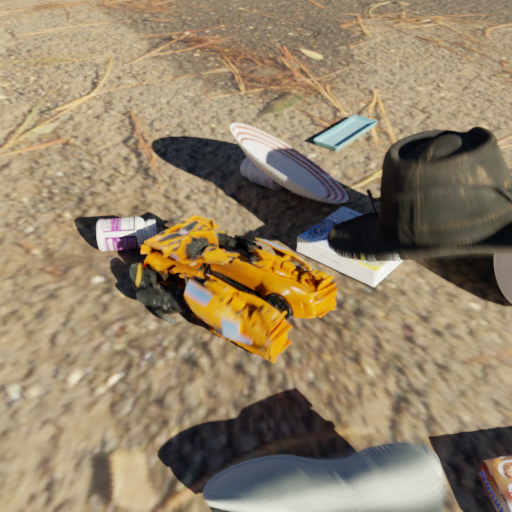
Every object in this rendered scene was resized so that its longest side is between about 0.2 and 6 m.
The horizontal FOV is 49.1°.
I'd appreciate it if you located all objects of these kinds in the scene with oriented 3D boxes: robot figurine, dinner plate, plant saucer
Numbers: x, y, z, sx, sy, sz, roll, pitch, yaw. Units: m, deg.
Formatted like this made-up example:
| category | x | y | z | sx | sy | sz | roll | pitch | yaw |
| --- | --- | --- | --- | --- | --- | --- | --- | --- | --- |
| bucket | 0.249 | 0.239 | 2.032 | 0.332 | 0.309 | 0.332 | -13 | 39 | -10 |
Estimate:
| category | x | y | z | sx | sy | sz | roll | pitch | yaw |
| --- | --- | --- | --- | --- | --- | --- | --- | --- | --- |
| robot figurine | -0.428 | 0.275 | 8.075 | 2.945 | 0.857 | 2.135 | 27 | 43 | 31 |
| dinner plate | 0.568 | -1.654 | 10.388 | 2.562 | 0.311 | 2.562 | 30 | 21 | -13 |
| plant saucer | 2.083 | -2.839 | 12.937 | 0.649 | 0.176 | 1.856 | 25 | 44 | 30 |

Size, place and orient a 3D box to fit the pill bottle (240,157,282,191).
| category | x | y | z | sx | sy | sz | roll | pitch | yaw |
| --- | --- | --- | --- | --- | --- | --- | --- | --- | --- |
| pill bottle | 0.132 | -1.639 | 11.018 | 0.852 | 0.483 | 0.483 | 27 | 44 | 31 |

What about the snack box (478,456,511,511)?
| category | x | y | z | sx | sy | sz | roll | pitch | yaw |
| --- | --- | --- | --- | --- | --- | --- | --- | --- | --- |
| snack box | 3.673 | 2.372 | 5.664 | 2.569 | 0.312 | 0.924 | -5 | 36 | -7 |

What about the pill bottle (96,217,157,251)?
| category | x | y | z | sx | sy | sz | roll | pitch | yaw |
| --- | --- | --- | --- | --- | --- | --- | --- | --- | --- |
| pill bottle | -2.125 | -0.368 | 9.248 | 0.937 | 0.526 | 0.526 | -4 | 36 | -7 |

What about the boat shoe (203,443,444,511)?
| category | x | y | z | sx | sy | sz | roll | pitch | yaw |
| --- | --- | --- | --- | --- | --- | --- | --- | --- | --- |
| boat shoe | 0.630 | 2.343 | 5.319 | 2.263 | 0.683 | 0.855 | -8 | 13 | 13 |

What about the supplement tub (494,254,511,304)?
| category | x | y | z | sx | sy | sz | roll | pitch | yaw |
| --- | --- | --- | --- | --- | --- | --- | --- | --- | --- |
| supplement tub | 4.489 | 0.084 | 8.001 | 1.720 | 1.247 | 1.247 | -5 | 36 | -8 |

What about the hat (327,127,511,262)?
| category | x | y | z | sx | sy | sz | roll | pitch | yaw |
| --- | --- | --- | --- | --- | --- | --- | --- | --- | --- |
| hat | 2.684 | -1.037 | 7.972 | 3.684 | 1.486 | 3.684 | -9 | 12 | 2 |

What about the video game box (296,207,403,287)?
| category | x | y | z | sx | sy | sz | roll | pitch | yaw |
| --- | --- | --- | --- | --- | --- | --- | --- | --- | --- |
| video game box | 1.649 | -0.197 | 9.153 | 1.490 | 0.349 | 1.357 | 27 | 40 | 32 |
